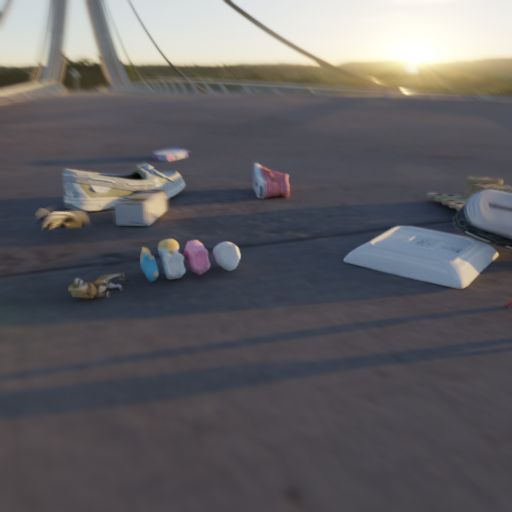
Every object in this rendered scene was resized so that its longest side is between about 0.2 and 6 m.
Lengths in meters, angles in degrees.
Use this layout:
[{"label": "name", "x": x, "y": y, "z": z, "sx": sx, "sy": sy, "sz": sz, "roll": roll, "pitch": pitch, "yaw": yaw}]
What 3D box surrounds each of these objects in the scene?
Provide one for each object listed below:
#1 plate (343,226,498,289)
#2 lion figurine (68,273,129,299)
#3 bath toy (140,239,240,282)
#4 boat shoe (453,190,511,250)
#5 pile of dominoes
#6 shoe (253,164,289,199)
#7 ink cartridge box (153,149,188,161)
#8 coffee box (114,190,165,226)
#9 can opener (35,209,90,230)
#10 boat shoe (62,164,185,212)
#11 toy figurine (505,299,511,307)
[{"label": "plate", "x": 2.467, "y": -0.083, "z": 8.278, "sx": 1.767, "sy": 0.286, "sz": 1.763, "roll": 15, "pitch": 24, "yaw": 34}, {"label": "lion figurine", "x": -1.988, "y": 0.379, "z": 7.101, "sx": 0.468, "sy": 0.277, "sz": 0.765, "roll": -2, "pitch": 4, "yaw": 17}, {"label": "bath toy", "x": -0.892, "y": 0.034, "z": 7.664, "sx": 1.324, "sy": 0.576, "sz": 0.489, "roll": -6, "pitch": -11, "yaw": -20}, {"label": "boat shoe", "x": 4.006, "y": -0.453, "z": 8.357, "sx": 2.206, "sy": 0.795, "sz": 0.782, "roll": 17, "pitch": -16, "yaw": -10}, {"label": "pile of dominoes", "x": 4.704, "y": -1.071, "z": 10.439, "sx": 2.197, "sy": 0.449, "sz": 2.818, "roll": 1, "pitch": 15, "yaw": -5}, {"label": "shoe", "x": 0.319, "y": -1.630, "z": 12.308, "sx": 0.690, "sy": 0.542, "sz": 1.517, "roll": 0, "pitch": 25, "yaw": -5}, {"label": "ink cartridge box", "x": -2.479, "y": -2.996, "z": 16.570, "sx": 0.590, "sy": 0.208, "sz": 0.989, "roll": 14, "pitch": 27, "yaw": 34}, {"label": "coffee box", "x": -2.104, "y": -0.888, "z": 10.248, "sx": 0.606, "sy": 0.423, "sz": 1.060, "roll": 2, "pitch": 19, "yaw": 7}, {"label": "can opener", "x": -3.124, "y": -0.651, "z": 9.059, "sx": 0.385, "sy": 0.307, "sz": 1.152, "roll": 44, "pitch": 11, "yaw": 3}, {"label": "boat shoe", "x": -2.624, "y": -1.485, "z": 11.383, "sx": 2.578, "sy": 0.827, "sz": 0.950, "roll": -13, "pitch": 23, "yaw": -32}, {"label": "toy figurine", "x": 3.785, "y": 0.563, "z": 6.349, "sx": 1.529, "sy": 0.806, "sz": 0.916, "roll": -9, "pitch": 50, "yaw": -17}]
